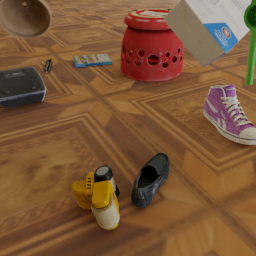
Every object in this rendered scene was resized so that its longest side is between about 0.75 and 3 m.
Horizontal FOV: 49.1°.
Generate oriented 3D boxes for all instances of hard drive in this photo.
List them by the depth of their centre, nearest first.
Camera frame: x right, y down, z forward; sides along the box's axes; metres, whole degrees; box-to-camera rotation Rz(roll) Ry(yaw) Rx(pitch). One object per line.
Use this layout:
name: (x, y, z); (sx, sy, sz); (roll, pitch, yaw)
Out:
hard drive: (-4.077, -1.563, 10.387); (1.767, 0.555, 2.620); (-15, 35, -22)

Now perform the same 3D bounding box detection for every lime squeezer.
lime squeezer: (1.910, -1.721, 4.002); (0.398, 2.112, 0.746); (16, 1, 21)

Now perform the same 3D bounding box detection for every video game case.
video game case: (-1.722, -3.251, 13.433); (1.704, 0.152, 1.220); (-8, 34, -13)

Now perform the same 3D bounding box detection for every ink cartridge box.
ink cartridge box: (2.534, -3.170, 7.390); (2.882, 1.674, 0.969); (-44, 7, -23)

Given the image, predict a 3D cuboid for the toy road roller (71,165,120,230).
toy road roller: (-0.668, 1.408, 5.593); (0.895, 0.753, 1.226); (-14, 32, 5)

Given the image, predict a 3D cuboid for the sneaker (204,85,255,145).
sneaker: (2.982, -0.510, 8.079); (0.813, 1.279, 2.243); (-12, 36, -21)

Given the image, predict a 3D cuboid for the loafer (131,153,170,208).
loafer: (0.555, 1.033, 6.263); (0.573, 0.592, 1.687); (14, 35, 21)

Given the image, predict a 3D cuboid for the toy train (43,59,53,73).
toy train: (-3.632, -2.829, 12.689); (0.317, 0.236, 1.383); (-8, 33, -6)

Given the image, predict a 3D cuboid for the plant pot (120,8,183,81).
plant pot: (1.006, -3.579, 11.837); (2.729, 2.485, 2.729); (-1, 34, 1)

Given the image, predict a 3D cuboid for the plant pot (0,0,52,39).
plant pot: (-2.737, -3.097, 7.413); (1.362, 1.362, 0.629); (-8, 58, -12)
